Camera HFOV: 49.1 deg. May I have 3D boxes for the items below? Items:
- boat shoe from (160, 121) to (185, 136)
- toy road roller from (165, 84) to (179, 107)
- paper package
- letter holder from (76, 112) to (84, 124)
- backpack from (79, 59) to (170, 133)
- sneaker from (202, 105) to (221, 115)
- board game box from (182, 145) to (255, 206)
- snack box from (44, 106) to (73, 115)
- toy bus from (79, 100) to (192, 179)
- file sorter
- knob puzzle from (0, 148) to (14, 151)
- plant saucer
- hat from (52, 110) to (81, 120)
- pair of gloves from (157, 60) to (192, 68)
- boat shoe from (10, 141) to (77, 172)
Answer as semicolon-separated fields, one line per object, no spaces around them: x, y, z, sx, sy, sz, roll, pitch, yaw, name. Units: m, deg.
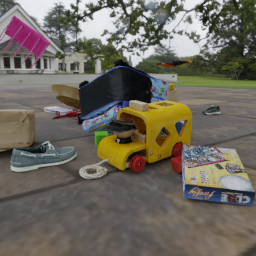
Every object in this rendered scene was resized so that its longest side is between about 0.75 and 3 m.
1.425;-0.125;9.500;0.724;0.722;2.000;-6;13;-34;boat shoe
1.256;-1.326;14.021;2.268;1.394;1.655;3;23;39;toy road roller
-3.480;-0.006;7.603;1.794;0.974;1.882;-2;4;-13;paper package
-1.709;-0.455;11.785;0.935;0.470;0.665;-5;11;-22;letter holder
0.035;-0.784;8.974;2.635;1.773;2.406;7;-17;-41;backpack
4.161;-0.917;14.013;1.073;0.485;0.357;-4;11;-18;sneaker
1.579;0.798;5.229;1.105;0.282;1.631;6;21;8;board game box
-3.634;-0.906;14.573;0.703;0.238;1.956;-9;14;-38;snack box
0.300;0.051;6.532;2.458;1.346;2.605;2;17;4;toy bus
-2.965;-2.338;7.864;1.156;0.725;0.803;35;-37;-24;file sorter
-3.538;0.594;7.199;1.229;0.170;1.229;-2;3;0;knob puzzle
-2.765;-1.495;14.720;2.743;0.486;2.743;16;-12;4;plant saucer
-1.788;-0.446;12.423;2.037;1.793;1.688;34;-3;7;hat
2.020;-2.778;12.155;1.121;0.156;1.259;-5;4;-40;pair of gloves
-1.892;0.583;6.495;1.627;0.503;0.592;-11;15;-42;boat shoe
